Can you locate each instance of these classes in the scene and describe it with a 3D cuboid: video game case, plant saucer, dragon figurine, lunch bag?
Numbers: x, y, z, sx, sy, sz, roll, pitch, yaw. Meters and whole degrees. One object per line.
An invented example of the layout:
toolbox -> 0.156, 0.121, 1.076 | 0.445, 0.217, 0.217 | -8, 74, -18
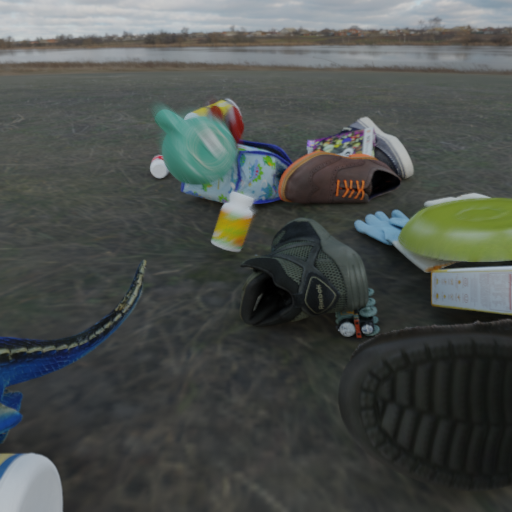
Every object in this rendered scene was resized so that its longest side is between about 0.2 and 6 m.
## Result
video game case -> 2.038, -2.412, 13.213 | 1.495, 0.268, 1.355 | -8, 43, 23
plant saucer -> 3.050, -0.434, 7.590 | 2.204, 0.342, 2.204 | -6, 17, 2
dragon figurine -> -2.381, 0.818, 3.717 | 4.347, 1.279, 2.161 | -15, -15, -30
lunch bag -> -0.241, -1.723, 11.541 | 1.710, 1.282, 2.011 | 18, 15, 42

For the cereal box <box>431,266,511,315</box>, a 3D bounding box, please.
cereal box -> 3.275, 0.365, 5.792 | 1.945, 0.534, 2.703 | 1, -3, -7

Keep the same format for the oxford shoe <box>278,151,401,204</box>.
oxford shoe -> 1.739, -1.526, 11.290 | 2.880, 1.025, 1.045 | -16, 33, -33

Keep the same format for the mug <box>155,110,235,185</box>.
mug -> -0.965, -1.680, 8.789 | 1.282, 1.053, 0.792 | 7, -1, -25

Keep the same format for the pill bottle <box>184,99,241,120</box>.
pill bottle -> -0.940, -2.474, 10.714 | 1.248, 0.699, 0.699 | -29, 33, -22

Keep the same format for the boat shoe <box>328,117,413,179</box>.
boat shoe -> 2.733, -2.464, 13.849 | 1.265, 1.018, 2.727 | -26, 34, 0

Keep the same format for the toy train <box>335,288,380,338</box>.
toy train -> 1.199, 0.688, 6.734 | 0.499, 0.373, 0.876 | -9, 23, 12

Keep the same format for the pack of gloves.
pack of gloves -> 3.237, -0.251, 9.042 | 2.658, 0.624, 3.163 | -11, 18, -8

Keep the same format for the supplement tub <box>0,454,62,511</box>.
supplement tub -> -1.964, 1.703, 3.451 | 1.276, 0.923, 0.923 | 0, 22, 1

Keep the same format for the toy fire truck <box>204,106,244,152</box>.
toy fire truck -> -0.645, -1.978, 9.834 | 0.672, 1.198, 1.006 | 21, 35, -40

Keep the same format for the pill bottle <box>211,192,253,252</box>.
pill bottle -> -0.342, -0.532, 8.645 | 0.476, 0.858, 0.476 | 18, 8, -3

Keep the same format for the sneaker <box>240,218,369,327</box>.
sneaker -> 0.321, 0.161, 7.166 | 1.405, 0.938, 2.453 | -11, 19, -11

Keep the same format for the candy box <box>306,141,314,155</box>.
candy box -> 1.927, -2.919, 15.446 | 1.055, 0.378, 0.885 | 2, 22, 6

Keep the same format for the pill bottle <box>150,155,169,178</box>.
pill bottle -> -2.300, -2.117, 13.400 | 0.445, 0.445, 0.792 | -2, 22, -6

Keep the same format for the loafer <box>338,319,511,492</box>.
loafer -> 2.153, 1.141, 4.777 | 3.303, 1.206, 1.178 | 5, 8, -15
